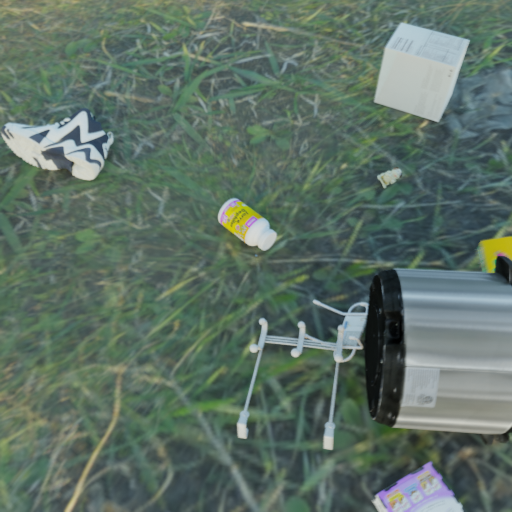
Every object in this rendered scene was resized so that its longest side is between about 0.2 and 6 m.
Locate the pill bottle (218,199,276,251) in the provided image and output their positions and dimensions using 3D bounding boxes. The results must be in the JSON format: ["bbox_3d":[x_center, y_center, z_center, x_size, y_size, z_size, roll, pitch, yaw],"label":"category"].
[{"bbox_3d":[-0.167,-0.622,11.460,1.203,0.627,0.627,37,62,24],"label":"pill bottle"}]

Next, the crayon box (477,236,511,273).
[{"bbox_3d":[5.030,0.486,10.241,1.504,0.508,1.743,-9,72,8],"label":"crayon box"}]

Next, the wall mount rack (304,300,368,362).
[{"bbox_3d":[1.500,1.260,10.223,1.136,0.488,1.308,-4,46,37],"label":"wall mount rack"}]

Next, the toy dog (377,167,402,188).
[{"bbox_3d":[3.000,-1.757,12.392,0.448,0.462,0.322,-35,98,-52],"label":"toy dog"}]

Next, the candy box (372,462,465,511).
[{"bbox_3d":[2.514,3.896,8.297,1.028,0.438,1.225,-23,57,-16],"label":"candy box"}]

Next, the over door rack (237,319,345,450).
[{"bbox_3d":[0.637,2.023,9.407,1.576,0.710,2.133,4,54,12],"label":"over door rack"}]

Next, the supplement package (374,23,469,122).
[{"bbox_3d":[3.989,-4.469,13.642,1.684,1.610,1.238,22,57,15],"label":"supplement package"}]

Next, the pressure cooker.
[{"bbox_3d":[3.232,1.513,8.739,2.893,2.544,2.584,2,57,5],"label":"pressure cooker"}]

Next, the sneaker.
[{"bbox_3d":[-4.407,-2.783,12.835,2.409,0.961,1.568,16,54,11],"label":"sneaker"}]
